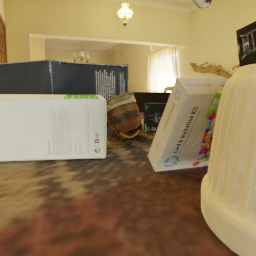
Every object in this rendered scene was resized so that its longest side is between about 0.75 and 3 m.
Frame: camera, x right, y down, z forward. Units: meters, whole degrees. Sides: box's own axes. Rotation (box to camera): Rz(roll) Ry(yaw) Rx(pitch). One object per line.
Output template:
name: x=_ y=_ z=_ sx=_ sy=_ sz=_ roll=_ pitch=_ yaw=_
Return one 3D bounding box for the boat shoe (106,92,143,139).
boat shoe: x=-0.081 y=-0.110 z=6.023 sx=0.785 sy=0.737 sz=2.182 roll=-20 pitch=-8 yaw=-2

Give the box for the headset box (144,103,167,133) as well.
headset box: x=0.779 y=-0.261 z=6.941 sx=0.832 sy=0.724 sz=0.386 roll=7 pitch=11 yaw=39

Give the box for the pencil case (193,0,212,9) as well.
pencil case: x=1.996 y=-2.833 z=4.414 sx=2.369 sy=0.922 sz=1.060 roll=-17 pitch=-17 yaw=42

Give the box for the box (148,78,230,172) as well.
box: x=1.219 y=-0.030 z=3.671 sx=1.667 sy=1.300 sz=0.343 roll=-2 pitch=44 yaw=-19

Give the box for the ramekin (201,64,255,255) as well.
ramekin: x=1.884 y=0.154 z=2.207 sx=2.491 sy=1.307 sz=2.491 roll=0 pitch=9 yaw=0

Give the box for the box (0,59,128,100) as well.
box: x=-1.983 y=-0.984 z=8.159 sx=2.886 sy=1.778 sz=2.862 roll=6 pitch=11 yaw=37

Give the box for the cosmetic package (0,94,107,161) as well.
cosmetic package: x=-1.570 y=-0.048 z=4.639 sx=2.340 sy=0.993 sz=1.259 roll=0 pitch=10 yaw=-11

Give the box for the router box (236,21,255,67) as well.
router box: x=3.893 y=-2.394 z=7.821 sx=1.512 sy=1.923 sz=0.502 roll=-21 pitch=-49 yaw=36

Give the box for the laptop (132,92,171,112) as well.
laptop: x=1.316 y=-0.967 z=13.665 sx=2.521 sy=1.469 sz=2.845 roll=5 pitch=-16 yaw=25
